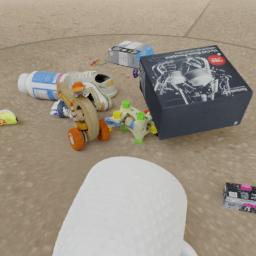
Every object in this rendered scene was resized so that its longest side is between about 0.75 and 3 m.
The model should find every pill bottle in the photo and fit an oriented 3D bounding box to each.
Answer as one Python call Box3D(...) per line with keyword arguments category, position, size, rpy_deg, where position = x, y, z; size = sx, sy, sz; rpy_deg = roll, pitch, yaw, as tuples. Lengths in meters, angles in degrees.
Box3D(category="pill bottle", position=(-3.308, -1.701, 11.166), size=(1.917, 1.076, 1.076), rpy_deg=(8, 36, 10))

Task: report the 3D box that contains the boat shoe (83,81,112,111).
Box3D(category="boat shoe", position=(-1.406, -1.270, 10.879), size=(0.648, 0.708, 1.894), rpy_deg=(-18, 39, -34))

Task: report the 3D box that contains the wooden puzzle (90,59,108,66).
Box3D(category="wooden puzzle", position=(-1.451, -3.366, 14.413), size=(0.603, 0.071, 1.017), rpy_deg=(17, 39, 23))

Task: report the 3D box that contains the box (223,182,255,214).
Box3D(category="box", position=(2.767, 1.713, 6.863), size=(0.776, 0.445, 0.513), rpy_deg=(7, 37, 12))

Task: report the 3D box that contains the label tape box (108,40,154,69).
Box3D(category="label tape box", position=(0.459, -3.749, 14.363), size=(2.388, 0.756, 1.722), rpy_deg=(17, 39, 24))

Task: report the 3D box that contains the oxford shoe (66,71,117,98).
Box3D(category="oxford shoe", position=(-1.606, -2.083, 11.961), size=(2.836, 0.819, 1.066), rpy_deg=(25, 45, 34))

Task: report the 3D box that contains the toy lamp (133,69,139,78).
Box3D(category="toy lamp", position=(0.781, -1.853, 9.231), size=(1.255, 0.365, 0.365), rpy_deg=(3, 33, 27))

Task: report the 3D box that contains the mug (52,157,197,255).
Box3D(category="mug", position=(0.130, 2.315, 4.868), size=(2.887, 2.131, 2.531), rpy_deg=(33, 41, -7))

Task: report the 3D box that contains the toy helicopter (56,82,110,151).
Box3D(category="toy helicopter", position=(-1.722, -0.810, 9.058), size=(1.163, 1.950, 2.949), rpy_deg=(-20, 42, -25))

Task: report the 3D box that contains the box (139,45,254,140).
Box3D(category="box", position=(1.776, -1.089, 8.021), size=(2.465, 1.283, 2.245), rpy_deg=(-11, 51, -8))

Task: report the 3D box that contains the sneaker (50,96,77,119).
Box3D(category="sneaker", position=(-2.135, -0.518, 9.966), size=(1.155, 0.635, 1.577), rpy_deg=(-21, 43, -14))

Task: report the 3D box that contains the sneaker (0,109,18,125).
Box3D(category="sneaker", position=(-4.497, -0.265, 9.681), size=(1.442, 0.564, 0.651), rpy_deg=(5, 46, 14))

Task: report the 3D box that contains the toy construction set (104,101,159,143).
Box3D(category="toy construction set", position=(0.697, -0.574, 9.517), size=(1.884, 1.324, 2.873), rpy_deg=(24, 53, 31))
